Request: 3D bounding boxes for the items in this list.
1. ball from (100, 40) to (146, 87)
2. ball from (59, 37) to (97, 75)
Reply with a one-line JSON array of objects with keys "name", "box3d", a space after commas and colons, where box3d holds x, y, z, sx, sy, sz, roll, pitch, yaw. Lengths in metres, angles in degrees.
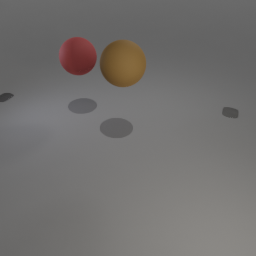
[{"name": "ball", "box3d": [-0.152, -1.933, 8.440, 1.400, 1.400, 1.400, 0, 33, 0]}, {"name": "ball", "box3d": [-1.879, -2.691, 10.539, 1.400, 1.400, 1.400, 0, 33, 0]}]
